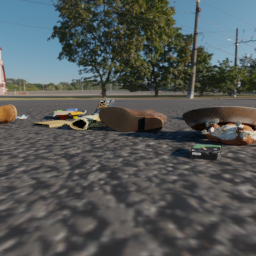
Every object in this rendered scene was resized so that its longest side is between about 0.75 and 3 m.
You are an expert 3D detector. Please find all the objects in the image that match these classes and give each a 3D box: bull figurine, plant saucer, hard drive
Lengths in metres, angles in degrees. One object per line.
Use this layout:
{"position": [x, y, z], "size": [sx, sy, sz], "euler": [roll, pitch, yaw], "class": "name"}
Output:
{"position": [2.676, 0.123, 7.014], "size": [1.650, 0.537, 1.002], "euler": [0, -17, 35], "class": "bull figurine"}
{"position": [2.770, -0.143, 7.973], "size": [2.424, 0.389, 2.424], "euler": [3, -10, 1], "class": "plant saucer"}
{"position": [1.662, 0.497, 5.961], "size": [0.606, 0.164, 0.867], "euler": [3, 9, 23], "class": "hard drive"}

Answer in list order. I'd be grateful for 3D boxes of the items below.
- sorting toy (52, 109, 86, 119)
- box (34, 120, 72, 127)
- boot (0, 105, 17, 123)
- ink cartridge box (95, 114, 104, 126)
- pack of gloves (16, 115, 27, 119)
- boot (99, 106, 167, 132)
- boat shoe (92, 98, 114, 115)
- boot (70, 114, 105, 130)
{"position": [-3.002, -0.669, 14.207], "size": [1.639, 0.397, 2.912], "euler": [-7, 9, -16], "class": "sorting toy"}
{"position": [-2.978, -0.178, 11.295], "size": [1.014, 0.132, 1.240], "euler": [5, 9, 37], "class": "box"}
{"position": [-5.731, -0.526, 11.318], "size": [2.062, 0.791, 1.601], "euler": [1, 6, 24], "class": "boot"}
{"position": [-0.921, -0.342, 11.541], "size": [0.873, 0.398, 1.060], "euler": [0, 7, -10], "class": "ink cartridge box"}
{"position": [-5.570, -0.592, 14.447], "size": [0.635, 0.149, 0.756], "euler": [0, 7, -8], "class": "pack of gloves"}
{"position": [0.281, -0.417, 10.473], "size": [2.317, 0.799, 2.487], "euler": [14, 12, 6], "class": "boot"}
{"position": [-1.243, -0.904, 13.436], "size": [0.790, 1.014, 2.233], "euler": [2, 8, 16], "class": "boat shoe"}
{"position": [-1.363, -0.215, 10.197], "size": [1.355, 0.488, 1.048], "euler": [-6, 6, 3], "class": "boot"}
